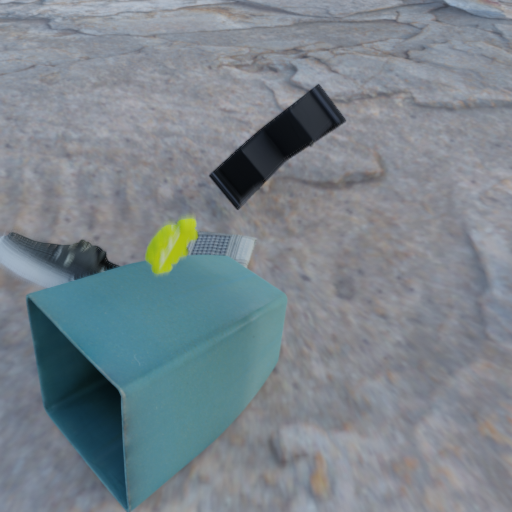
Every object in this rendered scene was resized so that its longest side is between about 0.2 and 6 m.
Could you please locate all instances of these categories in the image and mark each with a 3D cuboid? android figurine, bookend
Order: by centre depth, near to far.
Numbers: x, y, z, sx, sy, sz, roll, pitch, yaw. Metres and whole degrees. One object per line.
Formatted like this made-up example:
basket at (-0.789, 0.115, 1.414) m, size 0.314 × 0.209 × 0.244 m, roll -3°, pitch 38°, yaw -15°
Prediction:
android figurine at (-0.894, -0.107, 5.912) m, size 0.154 × 0.684 × 0.751 m, roll 38°, pitch 17°, yaw 16°
bookend at (0.401, -2.034, 10.531) m, size 1.924 × 0.886 × 1.911 m, roll -27°, pitch 17°, yaw 47°

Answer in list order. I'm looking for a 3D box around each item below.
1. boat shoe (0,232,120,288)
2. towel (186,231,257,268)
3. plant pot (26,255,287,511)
boat shoe at (-2.470, 0.227, 8.376) m, size 2.840 × 0.804 × 0.975 m, roll 24°, pitch 3°, yaw -4°
towel at (-0.893, 0.068, 9.868) m, size 1.571 × 0.282 × 1.631 m, roll 7°, pitch 40°, yaw 9°
plant pot at (-1.025, 1.214, 7.167) m, size 2.813 × 1.987 × 1.988 m, roll -24°, pitch 44°, yaw -38°
